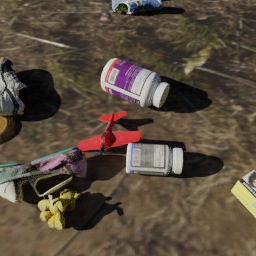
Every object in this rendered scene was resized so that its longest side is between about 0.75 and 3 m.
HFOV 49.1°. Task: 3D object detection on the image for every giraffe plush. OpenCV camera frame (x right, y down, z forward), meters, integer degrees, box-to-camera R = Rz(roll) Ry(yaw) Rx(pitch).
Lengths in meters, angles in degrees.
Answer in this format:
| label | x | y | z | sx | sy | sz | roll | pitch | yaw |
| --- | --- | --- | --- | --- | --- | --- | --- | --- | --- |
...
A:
| label | x | y | z | sx | sy | sz | roll | pitch | yaw |
| --- | --- | --- | --- | --- | --- | --- | --- | --- | --- |
| giraffe plush | -1.626 | 1.872 | 6.903 | 0.856 | 0.992 | 0.804 | 27 | 29 | 22 |

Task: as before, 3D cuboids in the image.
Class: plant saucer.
| label | x | y | z | sx | sy | sz | roll | pitch | yaw |
| --- | --- | --- | --- | --- | --- | --- | --- | --- | --- |
| plant saucer | -4.128 | -0.011 | 8.577 | 1.284 | 0.227 | 1.284 | 0 | 53 | 0 |

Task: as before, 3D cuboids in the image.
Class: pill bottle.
| label | x | y | z | sx | sy | sz | roll | pitch | yaw |
| --- | --- | --- | --- | --- | --- | --- | --- | --- | --- |
| pill bottle | 0.239 | -1.401 | 9.025 | 2.063 | 1.160 | 1.160 | 24 | 57 | 16 |
| pill bottle | 0.709 | 0.853 | 7.553 | 1.460 | 0.830 | 0.830 | 4 | 53 | 3 |

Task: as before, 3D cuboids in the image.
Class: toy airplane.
| label | x | y | z | sx | sy | sz | roll | pitch | yaw |
| --- | --- | --- | --- | --- | --- | --- | --- | --- | --- |
| toy airplane | -0.526 | 0.104 | 8.068 | 2.014 | 0.370 | 2.014 | -17 | 30 | 10 |

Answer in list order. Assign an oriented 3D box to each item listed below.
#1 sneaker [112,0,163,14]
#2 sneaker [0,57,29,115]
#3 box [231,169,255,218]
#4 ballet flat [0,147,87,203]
| label | x | y | z | sx | sy | sz | roll | pitch | yaw |
| --- | --- | --- | --- | --- | --- | --- | --- | --- | --- |
| sneaker | 0.394 | -5.412 | 12.349 | 2.309 | 0.874 | 0.890 | 6 | 69 | 9 |
| sneaker | -3.867 | -1.328 | 9.297 | 1.101 | 0.950 | 2.512 | 4 | 50 | -23 |
| box | 4.113 | 1.232 | 7.354 | 2.727 | 0.683 | 1.026 | -26 | 57 | -18 |
| ballet flat | -2.513 | 1.303 | 7.230 | 2.986 | 1.032 | 1.063 | -12 | 74 | -9 |
